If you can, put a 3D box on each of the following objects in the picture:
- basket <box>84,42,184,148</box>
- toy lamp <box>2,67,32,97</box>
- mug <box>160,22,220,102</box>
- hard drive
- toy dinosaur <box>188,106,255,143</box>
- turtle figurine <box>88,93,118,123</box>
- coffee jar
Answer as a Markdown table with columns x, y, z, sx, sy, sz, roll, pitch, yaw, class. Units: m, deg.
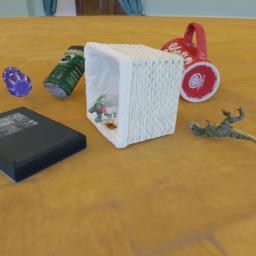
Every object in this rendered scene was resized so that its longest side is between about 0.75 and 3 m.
| x | y | z | sx | sy | sz | roll | pitch | yaw | class |
| --- | --- | --- | --- | --- | --- | --- | --- | --- | --- |
| 0.053 | -1.096 | 7.839 | 1.912 | 2.378 | 2.356 | -12 | 28 | -26 | basket |
| -4.027 | -1.674 | 10.079 | 0.854 | 0.854 | 2.933 | -14 | 22 | -26 | toy lamp |
| 2.225 | -2.487 | 10.726 | 1.856 | 2.469 | 2.782 | -16 | 31 | 3 | mug |
| -2.754 | 0.239 | 7.244 | 2.867 | 0.471 | 2.001 | 21 | 33 | 37 | hard drive |
| 2.580 | -0.079 | 7.312 | 2.101 | 0.498 | 0.926 | 11 | 63 | 55 | toy dinosaur |
| -0.670 | -0.531 | 7.265 | 0.506 | 0.753 | 1.006 | -8 | -17 | -35 | turtle figurine |
| -2.194 | -2.175 | 10.564 | 1.090 | 0.892 | 2.091 | 12 | 63 | 37 | coffee jar |
